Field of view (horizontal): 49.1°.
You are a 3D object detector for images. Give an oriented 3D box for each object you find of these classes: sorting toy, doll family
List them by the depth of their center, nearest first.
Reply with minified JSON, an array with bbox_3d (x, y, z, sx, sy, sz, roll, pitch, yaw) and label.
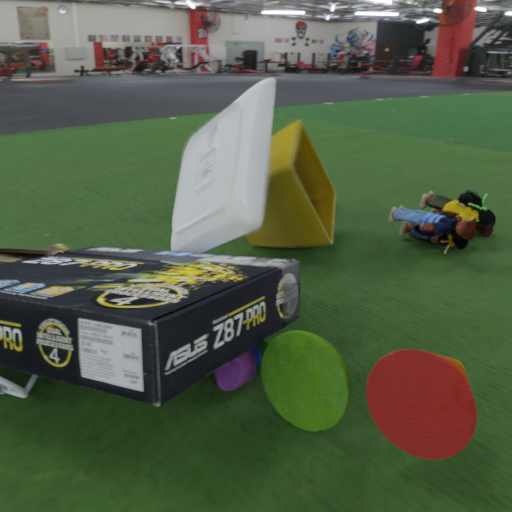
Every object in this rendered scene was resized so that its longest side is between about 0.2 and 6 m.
[{"bbox_3d":[0.923,1.211,5.971,3.048,1.057,1.050,1,11,39],"label":"sorting toy"},{"bbox_3d":[3.693,-0.648,10.625,1.532,1.040,2.650,24,38,37],"label":"doll family"}]

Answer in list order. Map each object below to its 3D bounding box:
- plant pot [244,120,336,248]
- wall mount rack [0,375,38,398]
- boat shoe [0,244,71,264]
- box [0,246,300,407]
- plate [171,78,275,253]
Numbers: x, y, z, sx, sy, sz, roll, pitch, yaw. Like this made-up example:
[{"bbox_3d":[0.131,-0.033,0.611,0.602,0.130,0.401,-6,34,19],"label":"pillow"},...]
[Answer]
[{"bbox_3d":[0.408,-1.153,10.484,1.567,1.776,1.776,-18,34,22],"label":"plant pot"},{"bbox_3d":[-3.219,0.909,6.088,1.812,1.574,0.676,9,57,22],"label":"wall mount rack"},{"bbox_3d":[-3.375,0.131,9.134,1.952,0.581,0.701,-1,24,-3],"label":"boat shoe"},{"bbox_3d":[-1.671,0.563,6.660,3.601,0.884,2.902,4,10,30],"label":"box"},{"bbox_3d":[-0.576,-1.157,7.806,0.358,2.213,2.208,19,-24,-30],"label":"plate"}]
